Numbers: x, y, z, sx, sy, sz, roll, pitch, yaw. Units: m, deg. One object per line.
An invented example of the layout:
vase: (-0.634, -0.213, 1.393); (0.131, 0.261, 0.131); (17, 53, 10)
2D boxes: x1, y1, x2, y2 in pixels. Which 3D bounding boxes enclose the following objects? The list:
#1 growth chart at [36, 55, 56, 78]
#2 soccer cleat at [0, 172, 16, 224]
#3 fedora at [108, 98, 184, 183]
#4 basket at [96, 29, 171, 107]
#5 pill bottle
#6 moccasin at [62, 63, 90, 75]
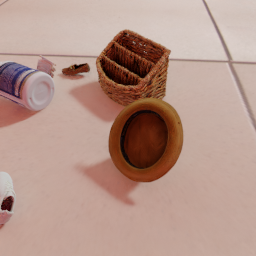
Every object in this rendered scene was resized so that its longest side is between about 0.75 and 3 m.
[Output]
growth chart: (-2.590, -1.760, 8.725); (0.714, 0.986, 0.087); (37, 40, 4)
soccer cleat: (-2.423, 1.318, 5.617); (0.412, 0.509, 1.180); (25, 34, -41)
fedora: (0.461, 0.290, 6.287); (1.872, 0.764, 1.872); (-7, 73, 24)
basket: (-0.004, -1.782, 8.431); (1.557, 1.625, 2.182); (-28, 50, -27)
pill bottle: (-3.280, -1.334, 8.298); (2.035, 1.130, 1.130); (22, 46, 24)
moccasin: (-1.814, -2.047, 9.613); (1.012, 0.391, 0.370); (-1, 49, 18)
